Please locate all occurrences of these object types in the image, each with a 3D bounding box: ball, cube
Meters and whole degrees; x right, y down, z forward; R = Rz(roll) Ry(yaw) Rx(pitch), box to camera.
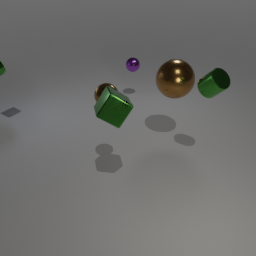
[{"bbox_3d":[0.235,-3.105,13.739,0.700,0.700,0.700,0,31,0],"label":"ball"},{"bbox_3d":[-0.385,-0.545,7.202,0.700,0.700,0.700,27,17,-23],"label":"cube"},{"bbox_3d":[-0.611,-0.929,7.974,0.700,0.700,0.700,0,31,0],"label":"ball"},{"bbox_3d":[1.693,-1.753,10.046,1.400,1.400,1.400,0,31,0],"label":"ball"}]

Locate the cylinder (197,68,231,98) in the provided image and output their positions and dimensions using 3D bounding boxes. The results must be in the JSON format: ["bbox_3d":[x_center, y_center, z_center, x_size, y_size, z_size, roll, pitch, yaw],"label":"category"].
[{"bbox_3d":[2.579,-1.344,8.438,0.700,0.700,0.700,8,70,-21],"label":"cylinder"}]

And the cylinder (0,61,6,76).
[{"bbox_3d":[-5.284,-2.271,10.916,0.700,0.700,0.700,21,52,31],"label":"cylinder"}]
